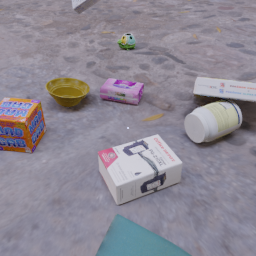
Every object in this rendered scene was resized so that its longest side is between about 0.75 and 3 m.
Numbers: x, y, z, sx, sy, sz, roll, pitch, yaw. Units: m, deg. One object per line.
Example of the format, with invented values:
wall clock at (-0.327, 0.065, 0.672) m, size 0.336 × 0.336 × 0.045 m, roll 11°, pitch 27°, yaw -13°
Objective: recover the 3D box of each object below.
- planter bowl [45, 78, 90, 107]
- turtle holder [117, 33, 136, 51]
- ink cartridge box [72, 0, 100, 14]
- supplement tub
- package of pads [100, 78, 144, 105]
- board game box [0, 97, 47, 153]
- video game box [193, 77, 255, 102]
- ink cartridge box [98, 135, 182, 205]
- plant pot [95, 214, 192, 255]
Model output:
planter bowl at (-2.389, -1.323, 11.093) m, size 1.700 × 0.708 × 1.700 m, roll 8°, pitch 34°, yaw -5°
turtle holder at (-0.103, -4.891, 15.809) m, size 1.102 × 0.783 × 0.837 m, roll -6°, pitch 38°, yaw -8°
ink cartridge box at (-1.092, -4.253, 8.711) m, size 1.499 × 0.331 × 0.705 m, roll -22°, pitch 66°, yaw 25°
supplement tub at (2.820, -0.225, 9.324) m, size 1.613 × 1.169 × 1.169 m, roll -19°, pitch 41°, yaw -24°
package of pads at (-0.236, -1.524, 11.490) m, size 1.655 × 0.626 × 0.997 m, roll 10°, pitch 38°, yaw 13°
board game box at (-3.553, -0.102, 9.095) m, size 1.252 × 1.252 × 1.253 m, roll 5°, pitch 37°, yaw 6°
video game box at (3.767, -1.378, 10.278) m, size 2.617 × 0.672 × 2.872 m, roll 6°, pitch 8°, yaw 11°
ink cartridge box at (0.321, 1.095, 7.869) m, size 1.964 × 0.828 × 1.421 m, roll -16°, pitch 40°, yaw -19°
plant pot at (0.462, 2.968, 4.819) m, size 2.316 × 1.637 × 1.636 m, roll 19°, pitch 40°, yaw 12°
